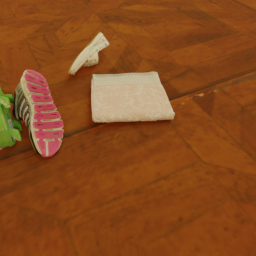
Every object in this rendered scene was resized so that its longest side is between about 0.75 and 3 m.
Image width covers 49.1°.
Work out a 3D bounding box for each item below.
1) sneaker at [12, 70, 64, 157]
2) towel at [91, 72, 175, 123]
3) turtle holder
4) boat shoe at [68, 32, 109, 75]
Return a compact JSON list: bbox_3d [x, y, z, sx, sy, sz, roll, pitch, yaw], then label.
[{"bbox_3d":[-2.682,-0.317,8.109,0.963,1.141,2.610,-4,68,-47],"label":"sneaker"},{"bbox_3d":[0.045,-1.071,9.213,2.510,0.405,2.397,-3,44,-7],"label":"towel"},{"bbox_3d":[-3.803,-0.362,7.468,1.469,2.068,1.571,-15,39,-14],"label":"turtle holder"},{"bbox_3d":[-1.398,-2.653,10.402,0.726,0.742,2.095,42,69,-17],"label":"boat shoe"}]
